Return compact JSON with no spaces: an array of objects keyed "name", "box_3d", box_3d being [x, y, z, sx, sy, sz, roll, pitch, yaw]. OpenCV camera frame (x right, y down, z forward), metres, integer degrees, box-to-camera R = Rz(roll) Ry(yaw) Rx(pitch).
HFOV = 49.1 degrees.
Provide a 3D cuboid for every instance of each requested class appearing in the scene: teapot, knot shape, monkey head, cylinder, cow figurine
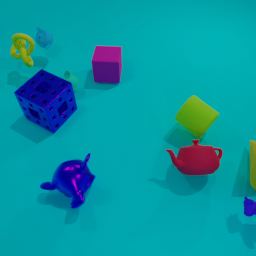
[{"name":"teapot","box_3d":[1.774,0.767,7.422,1.852,1.151,0.907,-3,88,-24]},{"name":"knot shape","box_3d":[-3.499,-2.548,9.403,0.528,1.143,1.069,-31,102,-39]},{"name":"monkey head","box_3d":[-2.030,-1.508,9.188,0.777,1.080,0.651,35,76,13]},{"name":"cylinder","box_3d":[2.007,-0.325,8.180,0.923,0.923,0.923,40,62,16]},{"name":"teapot","box_3d":[-3.042,-3.215,10.110,0.657,0.518,1.057,-31,76,15]},{"name":"monkey head","box_3d":[-1.401,1.360,6.985,1.602,0.965,1.152,-33,24,10]},{"name":"cow figurine","box_3d":[3.179,1.921,6.504,0.908,0.498,0.893,-26,68,9]}]

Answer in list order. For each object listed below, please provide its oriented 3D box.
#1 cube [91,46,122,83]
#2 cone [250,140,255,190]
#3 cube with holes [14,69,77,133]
[{"name":"cube","box_3d":[-0.714,-2.231,9.837,0.922,0.922,0.922,3,49,4]},{"name":"cone","box_3d":[3.678,0.749,7.633,1.416,1.416,1.421,-7,34,-5]},{"name":"cube with holes","box_3d":[-2.482,-0.829,8.663,1.194,1.194,1.194,26,57,18]}]
